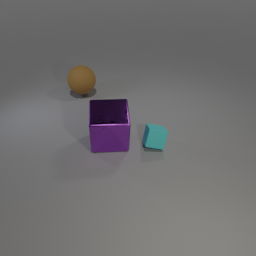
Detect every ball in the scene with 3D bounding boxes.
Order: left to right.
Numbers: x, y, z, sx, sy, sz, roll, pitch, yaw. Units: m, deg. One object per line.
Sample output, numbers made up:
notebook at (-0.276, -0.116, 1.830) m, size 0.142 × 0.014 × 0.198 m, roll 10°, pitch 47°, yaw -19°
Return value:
ball at (-2.298, -2.390, 13.870) m, size 1.400 × 1.400 × 1.400 m, roll 0°, pitch 32°, yaw 0°

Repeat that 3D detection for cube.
cube at (-0.681, -0.089, 10.251) m, size 1.400 × 1.400 × 1.400 m, roll -2°, pitch 45°, yaw -5°
cube at (0.986, 0.305, 10.288) m, size 0.700 × 0.700 × 0.700 m, roll 10°, pitch 17°, yaw -10°
